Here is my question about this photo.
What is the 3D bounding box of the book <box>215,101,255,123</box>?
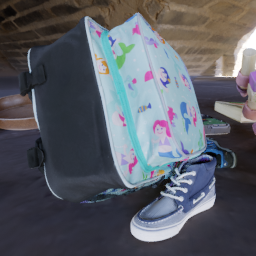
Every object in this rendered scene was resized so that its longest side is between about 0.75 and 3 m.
[{"bbox_3d":[4.275,-0.621,10.115,1.479,0.532,2.214,2,11,-6],"label":"book"}]

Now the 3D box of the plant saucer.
[{"bbox_3d":[-3.095,-0.564,8.943,2.944,0.507,2.944,-1,23,0],"label":"plant saucer"}]

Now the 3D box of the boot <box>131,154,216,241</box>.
[{"bbox_3d":[0.592,0.773,3.432,0.533,0.662,1.466,13,18,42],"label":"boot"}]

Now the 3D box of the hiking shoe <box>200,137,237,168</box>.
[{"bbox_3d":[1.545,0.450,5.393,0.489,0.420,1.128,-5,14,-24],"label":"hiking shoe"}]

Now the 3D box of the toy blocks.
[{"bbox_3d":[4.362,-0.588,7.443,2.578,2.322,2.759,-7,51,11],"label":"toy blocks"}]

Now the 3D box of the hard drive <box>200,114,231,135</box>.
[{"bbox_3d":[2.072,-0.123,8.162,1.116,0.302,1.597,-3,13,-12],"label":"hard drive"}]

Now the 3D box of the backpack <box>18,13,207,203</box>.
[{"bbox_3d":[0.027,-0.195,3.838,1.796,2.118,2.385,-18,-13,18],"label":"backpack"}]
